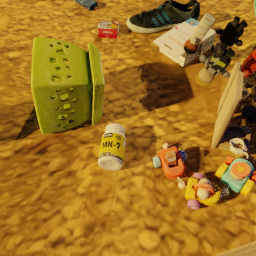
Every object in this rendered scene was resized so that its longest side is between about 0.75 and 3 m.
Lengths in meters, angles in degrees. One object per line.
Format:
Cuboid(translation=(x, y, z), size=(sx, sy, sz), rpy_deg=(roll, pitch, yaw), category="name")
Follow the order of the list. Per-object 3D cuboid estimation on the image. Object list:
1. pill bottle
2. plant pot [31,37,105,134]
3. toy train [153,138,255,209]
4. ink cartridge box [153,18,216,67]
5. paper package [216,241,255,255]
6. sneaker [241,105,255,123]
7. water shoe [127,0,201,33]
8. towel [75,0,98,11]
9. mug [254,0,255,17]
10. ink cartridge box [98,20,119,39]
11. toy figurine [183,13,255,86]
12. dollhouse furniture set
Cuboid(translation=(-0.407, 0.499, 7.574), size=(0.664, 0.664, 1.162), rpy_deg=(4, 54, 3), category="pill bottle")
Cuboid(translation=(-1.659, -1.203, 8.036), size=(1.838, 2.026, 2.016), rpy_deg=(-3, 54, -12), category="plant pot")
Cuboid(translation=(2.008, 0.945, 7.100), size=(2.569, 0.715, 1.930), rpy_deg=(-11, 58, -1), category="toy train")
Cuboid(translation=(1.986, -3.009, 10.058), size=(2.085, 0.707, 1.201), rpy_deg=(-36, 62, -23), category="ink cartridge box")
Cuboid(translation=(2.092, 2.823, 5.453), size=(1.318, 1.383, 0.715), rpy_deg=(-15, 56, -10), category="paper package")
Cuboid(translation=(3.875, -0.350, 8.392), size=(1.074, 0.408, 0.488), rpy_deg=(12, 79, 0), category="sneaker")
Cuboid(translation=(1.355, -4.476, 10.853), size=(2.863, 1.130, 1.024), rpy_deg=(-8, 55, -5), category="water shoe")
Cuboid(translation=(-1.796, -5.429, 12.096), size=(0.982, 0.238, 0.548), rpy_deg=(36, 61, 24), category="towel")
Cuboid(translation=(5.665, -4.288, 10.082), size=(2.254, 1.696, 2.743), rpy_deg=(40, 50, -10), category="mug")
Cuboid(translation=(-0.767, -3.826, 10.887), size=(0.774, 0.324, 0.679), rpy_deg=(5, 55, 3), category="ink cartridge box")
Cuboid(translation=(2.915, -2.350, 8.785), size=(2.098, 1.483, 2.131), rpy_deg=(-7, 61, -25), category="toy figurine")
Cuboid(translation=(3.928, -0.675, 7.527), size=(2.569, 2.093, 2.443), rpy_deg=(14, 55, 10), category="dollhouse furniture set")
